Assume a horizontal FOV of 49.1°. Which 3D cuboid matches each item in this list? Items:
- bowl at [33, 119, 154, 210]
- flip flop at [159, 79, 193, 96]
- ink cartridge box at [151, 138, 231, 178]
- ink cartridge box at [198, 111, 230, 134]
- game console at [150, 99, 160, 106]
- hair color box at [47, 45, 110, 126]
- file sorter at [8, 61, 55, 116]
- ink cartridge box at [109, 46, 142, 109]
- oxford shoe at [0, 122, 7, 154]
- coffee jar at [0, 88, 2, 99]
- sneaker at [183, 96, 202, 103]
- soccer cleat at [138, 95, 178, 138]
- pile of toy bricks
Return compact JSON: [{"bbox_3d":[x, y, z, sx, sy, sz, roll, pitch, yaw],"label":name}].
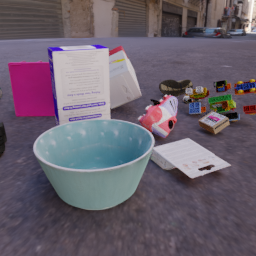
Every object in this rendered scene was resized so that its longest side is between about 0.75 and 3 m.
[{"bbox_3d":[-0.697,0.831,6.137,2.514,1.315,2.514,0,22,0],"label":"bowl"},{"bbox_3d":[2.340,-2.025,13.886,2.060,0.835,0.593,-13,9,-33],"label":"flip flop"},{"bbox_3d":[1.591,0.870,7.342,1.327,0.413,1.649,-12,30,-27],"label":"ink cartridge box"},{"bbox_3d":[2.888,-0.194,9.451,0.653,0.298,0.793,-34,31,-13],"label":"ink cartridge box"},{"bbox_3d":[1.266,-1.034,11.549,0.580,0.119,0.983,4,-7,30],"label":"game console"},{"bbox_3d":[-1.392,-0.921,8.314,1.575,2.882,0.934,-9,24,-21],"label":"hair color box"},{"bbox_3d":[-2.933,-1.751,11.460,2.967,2.062,1.861,-1,21,-2],"label":"file sorter"},{"bbox_3d":[-0.450,-2.033,11.250,1.384,1.391,1.914,-23,43,10],"label":"ink cartridge box"},{"bbox_3d":[-4.052,0.369,8.131,0.864,0.744,2.046,-11,13,-19],"label":"oxford shoe"},{"bbox_3d":[-6.690,-1.762,13.143,0.915,0.749,1.755,-27,34,-38],"label":"coffee jar"},{"bbox_3d":[2.982,-1.288,12.634,0.956,0.353,0.379,-10,33,-9],"label":"sneaker"},{"bbox_3d":[1.330,-0.424,9.989,1.131,0.987,2.959,43,26,9],"label":"soccer cleat"},{"bbox_3d":[3.756,-0.965,10.868,2.835,1.573,1.399,-5,-12,33],"label":"pile of toy bricks"}]
